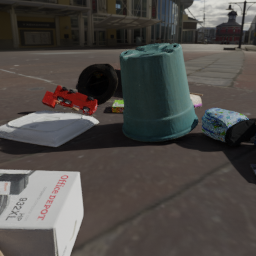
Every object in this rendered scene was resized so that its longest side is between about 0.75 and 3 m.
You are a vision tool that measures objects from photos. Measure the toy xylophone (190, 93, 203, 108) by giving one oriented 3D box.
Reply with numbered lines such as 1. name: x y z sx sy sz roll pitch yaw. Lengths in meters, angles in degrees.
1. toy xylophone: 2.342 -1.176 11.321 1.143 0.392 1.561 -11 22 -30

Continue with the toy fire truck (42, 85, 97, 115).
1. toy fire truck: -2.012 -0.879 9.608 1.955 0.477 1.379 21 -16 -2

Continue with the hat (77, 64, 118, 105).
1. hat: -1.178 -1.696 11.641 1.951 1.951 0.787 7 -19 18

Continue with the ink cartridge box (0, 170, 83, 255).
1. ink cartridge box: -1.656 1.198 3.794 1.852 0.775 1.344 1 19 3

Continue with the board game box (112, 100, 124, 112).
1. board game box: 0.473 -0.804 10.427 2.032 0.305 0.971 -1 20 5

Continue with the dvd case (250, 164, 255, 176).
1. dvd case: 2.889 0.949 5.639 0.630 0.068 0.848 4 19 9

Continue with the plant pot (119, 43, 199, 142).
1. plant pot: 0.743 -1.097 7.770 2.224 2.178 2.224 -9 23 4

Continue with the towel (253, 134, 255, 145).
1. towel: 3.768 0.463 6.594 0.837 0.364 1.499 -5 19 -16

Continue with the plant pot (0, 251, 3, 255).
1. plant pot: -1.847 1.578 2.466 1.422 0.656 1.422 33 17 -12

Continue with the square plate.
1. square plate: -2.379 -0.105 8.331 2.297 0.327 2.276 8 20 21

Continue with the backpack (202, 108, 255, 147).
1. backpack: 2.566 -0.062 7.512 1.033 0.974 1.266 -20 11 -23

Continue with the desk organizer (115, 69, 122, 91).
1. desk organizer: 0.764 -2.261 13.445 2.951 1.058 1.136 13 23 34
